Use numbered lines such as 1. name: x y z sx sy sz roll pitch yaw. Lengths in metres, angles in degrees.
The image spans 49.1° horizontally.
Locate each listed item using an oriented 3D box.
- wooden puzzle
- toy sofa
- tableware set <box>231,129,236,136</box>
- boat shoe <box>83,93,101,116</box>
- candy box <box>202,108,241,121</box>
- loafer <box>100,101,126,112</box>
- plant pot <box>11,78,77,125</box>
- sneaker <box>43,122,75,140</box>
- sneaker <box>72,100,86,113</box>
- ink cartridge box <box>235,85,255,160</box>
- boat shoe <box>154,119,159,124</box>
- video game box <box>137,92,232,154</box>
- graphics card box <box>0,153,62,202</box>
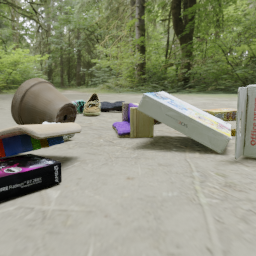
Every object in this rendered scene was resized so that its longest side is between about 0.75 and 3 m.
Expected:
1. wooden puzzle: -2.313 0.322 5.373 2.376 0.550 2.201 -9 1 10
2. toy sofa: 0.100 -0.327 9.412 1.117 0.948 2.290 0 9 -7
3. tableware set: 2.697 0.096 9.000 1.561 0.240 1.052 2 9 11
4. boat shoe: -1.924 -1.242 15.068 0.927 0.792 2.528 1 19 -6
5. candy box: 4.270 -0.610 12.714 1.686 0.466 0.973 -3 11 -23
6. loafer: -1.037 -1.156 16.415 2.004 0.631 0.720 -2 39 18
7. plant pot: -2.663 -0.604 9.411 1.585 1.827 1.827 22 18 25
8. sneaker: -1.943 0.093 7.845 0.795 0.597 1.596 0 9 3
9. sneaker: -3.298 -1.176 15.414 1.382 0.768 1.976 7 11 34
10. ink cartridge box: 3.323 -0.185 6.341 0.917 1.595 2.724 7 11 39
11. boat shoe: 1.412 -0.694 12.144 0.804 0.754 2.233 -18 19 26
12. video game box: 1.633 -0.271 7.621 2.332 0.546 2.124 29 15 15
13. graphics card box: -1.911 0.760 4.249 0.969 0.393 1.545 7 10 41
